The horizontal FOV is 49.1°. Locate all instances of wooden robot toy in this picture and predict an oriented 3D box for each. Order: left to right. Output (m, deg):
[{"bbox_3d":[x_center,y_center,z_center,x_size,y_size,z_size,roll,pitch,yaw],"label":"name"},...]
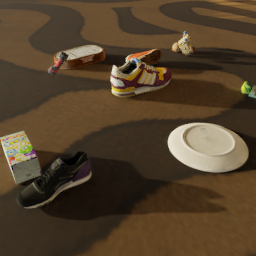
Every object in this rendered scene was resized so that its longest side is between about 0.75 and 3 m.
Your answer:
[{"bbox_3d":[2.615,-3.876,13.554,0.951,0.923,2.095,-26,26,26],"label":"wooden robot toy"}]

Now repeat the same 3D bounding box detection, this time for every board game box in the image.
[{"bbox_3d":[-2.655,0.691,6.917,0.625,0.614,1.193,-19,39,-25],"label":"board game box"}]

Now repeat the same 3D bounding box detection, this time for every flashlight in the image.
[{"bbox_3d":[-2.572,-2.354,10.227,0.333,0.979,0.332,40,32,-6],"label":"flashlight"}]

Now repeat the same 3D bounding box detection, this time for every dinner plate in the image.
[{"bbox_3d":[2.191,0.390,7.692,2.154,0.261,2.154,0,34,0],"label":"dinner plate"}]

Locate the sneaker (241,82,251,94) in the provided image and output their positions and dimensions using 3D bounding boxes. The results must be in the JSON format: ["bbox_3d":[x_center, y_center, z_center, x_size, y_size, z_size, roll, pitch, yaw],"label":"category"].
[{"bbox_3d":[4.364,-1.448,10.324,0.316,0.280,0.757,25,42,8],"label":"sneaker"}]

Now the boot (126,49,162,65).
[{"bbox_3d":[0.726,-3.154,12.430,1.721,0.646,0.923,-27,38,-32],"label":"boot"}]

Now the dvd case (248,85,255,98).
[{"bbox_3d":[4.797,-1.290,10.201,0.611,0.092,0.837,20,39,26],"label":"dvd case"}]

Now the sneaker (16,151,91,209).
[{"bbox_3d":[-1.669,1.051,6.256,1.781,0.780,0.674,-27,43,-33],"label":"sneaker"}]

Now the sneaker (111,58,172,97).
[{"bbox_3d":[0.598,-2.013,10.255,2.665,1.201,0.999,-23,41,-30],"label":"sneaker"}]

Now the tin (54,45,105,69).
[{"bbox_3d":[-2.174,-3.259,12.712,2.434,0.510,1.363,-24,37,-30],"label":"tin"}]
